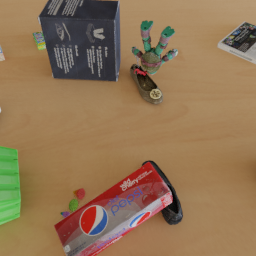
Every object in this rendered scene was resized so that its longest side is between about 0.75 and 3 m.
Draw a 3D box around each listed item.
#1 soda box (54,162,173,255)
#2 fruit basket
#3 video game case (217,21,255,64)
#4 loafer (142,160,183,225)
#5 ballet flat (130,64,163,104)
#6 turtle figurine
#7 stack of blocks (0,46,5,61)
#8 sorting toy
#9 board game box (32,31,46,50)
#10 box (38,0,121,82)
[{"bbox_3d":[-0.312,2.162,7.140,2.898,0.919,1.015,-32,56,-6],"label":"soda box"},{"bbox_3d":[-4.164,1.666,7.701,2.349,1.694,2.349,12,43,-12],"label":"fruit basket"},{"bbox_3d":[5.920,-4.018,13.227,2.368,0.304,2.605,35,59,25],"label":"video game case"},{"bbox_3d":[0.982,1.724,8.075,0.713,0.737,2.099,-16,52,-13],"label":"loafer"},{"bbox_3d":[0.697,-1.844,11.207,0.799,0.550,2.373,-16,51,-15],"label":"ballet flat"},{"bbox_3d":[0.953,-2.733,10.330,1.784,2.383,1.200,6,63,2],"label":"turtle figurine"},{"bbox_3d":[-6.821,-3.374,11.896,2.573,1.482,0.754,-20,53,-16],"label":"stack of blocks"},{"bbox_3d":[-1.635,2.137,8.080,0.336,0.339,0.976,3,43,33],"label":"sorting toy"},{"bbox_3d":[-3.605,-4.393,13.564,1.767,0.257,1.189,-19,52,-16],"label":"board game box"},{"bbox_3d":[-1.722,-3.444,11.138,2.774,2.728,1.629,4,49,3],"label":"box"}]
